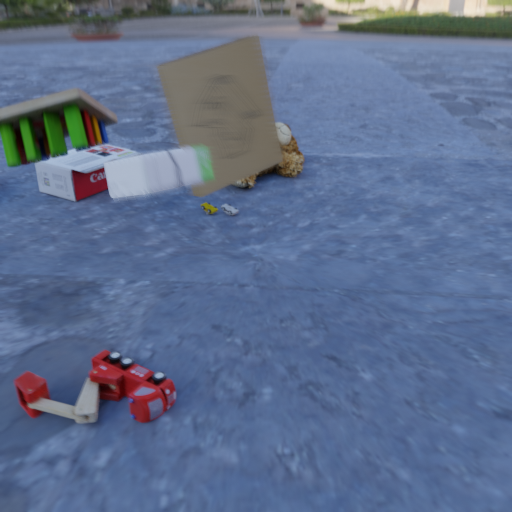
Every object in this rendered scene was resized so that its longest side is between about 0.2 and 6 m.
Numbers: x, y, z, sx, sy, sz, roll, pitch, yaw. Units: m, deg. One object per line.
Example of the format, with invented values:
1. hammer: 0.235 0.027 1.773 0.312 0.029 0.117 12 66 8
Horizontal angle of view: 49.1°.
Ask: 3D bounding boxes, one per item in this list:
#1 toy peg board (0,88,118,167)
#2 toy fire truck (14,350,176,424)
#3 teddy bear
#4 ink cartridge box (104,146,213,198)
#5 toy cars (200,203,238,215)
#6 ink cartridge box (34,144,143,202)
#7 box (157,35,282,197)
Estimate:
1. toy peg board: -3.494 -2.044 9.806 1.789 0.875 1.782 -13 -2 6
2. toy fire truck: -1.859 1.596 6.491 1.583 0.386 1.116 17 31 29
3. teddy bear: -0.020 -2.616 14.169 3.343 1.116 2.424 -19 34 -33
4. ink cartridge box: -1.117 -0.972 6.462 0.728 0.420 1.000 -1 14 41
5. toy cars: -0.779 -0.959 11.875 0.820 0.182 0.368 4 35 0
6. ink cartridge box: -3.861 -1.981 13.204 1.669 0.797 1.902 16 31 29
7. box: -0.496 -2.183 8.839 1.721 2.105 0.224 -28 32 -25
